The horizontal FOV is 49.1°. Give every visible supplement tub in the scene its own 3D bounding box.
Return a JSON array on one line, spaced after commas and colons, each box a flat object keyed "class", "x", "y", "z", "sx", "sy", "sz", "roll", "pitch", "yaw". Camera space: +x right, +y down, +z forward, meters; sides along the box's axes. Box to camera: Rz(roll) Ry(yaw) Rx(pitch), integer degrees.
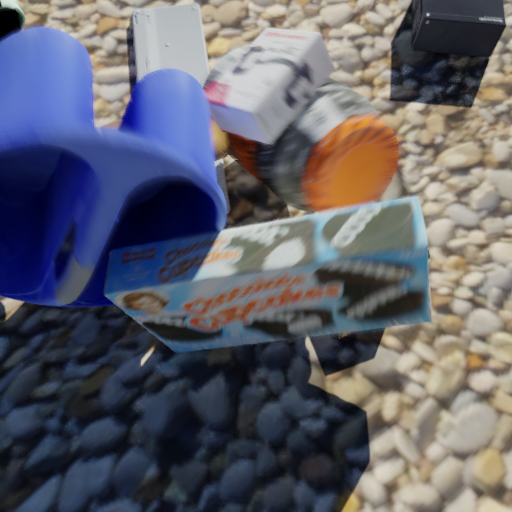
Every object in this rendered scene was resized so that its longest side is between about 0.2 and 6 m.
[{"class": "supplement tub", "x": 0.551, "y": -1.786, "z": 8.036, "sx": 1.752, "sy": 1.752, "sz": 2.860, "roll": -33, "pitch": 47, "yaw": -14}]

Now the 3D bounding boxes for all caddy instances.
[{"class": "caddy", "x": -2.096, "y": -0.550, "z": 6.716, "sx": 2.919, "sy": 4.129, "sz": 2.167, "roll": 11, "pitch": 61, "yaw": -26}]

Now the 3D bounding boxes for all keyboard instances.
[{"class": "keyboard", "x": -1.413, "y": -2.713, "z": 9.895, "sx": 1.329, "sy": 0.252, "sz": 4.721, "roll": -6, "pitch": 65, "yaw": -8}]

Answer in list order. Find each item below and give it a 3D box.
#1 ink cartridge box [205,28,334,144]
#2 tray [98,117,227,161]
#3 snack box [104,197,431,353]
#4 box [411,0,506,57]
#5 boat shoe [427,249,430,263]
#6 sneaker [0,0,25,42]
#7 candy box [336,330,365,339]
[{"class": "ink cartridge box", "x": 0.144, "y": -2.124, "z": 6.897, "sx": 0.987, "sy": 0.575, "sz": 1.363, "roll": 27, "pitch": 72, "yaw": 42}, {"class": "tray", "x": -1.585, "y": -1.493, "z": 7.808, "sx": 2.126, "sy": 1.048, "sz": 0.394, "roll": -13, "pitch": 63, "yaw": 21}, {"class": "snack box", "x": 0.253, "y": 0.390, "z": 6.864, "sx": 3.565, "sy": 2.071, "sz": 0.661, "roll": -9, "pitch": 59, "yaw": 14}, {"class": "box", "x": 3.700, "y": -4.515, "z": 10.382, "sx": 1.502, "sy": 0.782, "sz": 1.367, "roll": 7, "pitch": 64, "yaw": 3}, {"class": "boat shoe", "x": 1.905, "y": -0.462, "z": 8.515, "sx": 1.737, "sy": 0.649, "sz": 0.576, "roll": 30, "pitch": 111, "yaw": 20}, {"class": "sneaker", "x": -5.653, "y": -4.135, "z": 9.992, "sx": 2.943, "sy": 1.083, "sz": 1.736, "roll": -33, "pitch": 63, "yaw": -17}, {"class": "candy box", "x": 1.355, "y": 0.451, "z": 8.295, "sx": 0.796, "sy": 0.385, "sz": 1.364, "roll": -17, "pitch": 68, "yaw": -8}]
